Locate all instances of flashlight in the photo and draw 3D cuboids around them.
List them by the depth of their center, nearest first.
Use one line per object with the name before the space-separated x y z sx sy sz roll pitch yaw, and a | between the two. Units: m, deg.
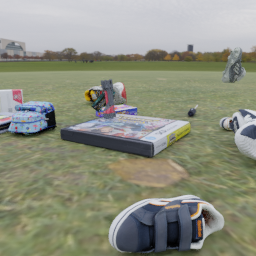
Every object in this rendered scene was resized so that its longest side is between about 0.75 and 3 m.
flashlight | -0.624 -0.876 8.546 0.399 1.180 0.401 -13 14 -20

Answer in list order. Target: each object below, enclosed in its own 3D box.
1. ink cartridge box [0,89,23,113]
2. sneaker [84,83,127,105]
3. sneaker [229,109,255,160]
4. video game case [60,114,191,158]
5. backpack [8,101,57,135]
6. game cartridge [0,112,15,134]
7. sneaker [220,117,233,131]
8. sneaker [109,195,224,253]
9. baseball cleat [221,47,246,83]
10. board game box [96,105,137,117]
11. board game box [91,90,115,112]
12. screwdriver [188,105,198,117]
ink cartridge box | -4.814 -0.911 10.733 1.492 1.083 0.622 -5 13 -17
sneaker | -1.083 -1.516 13.500 1.195 1.133 2.910 -16 11 -35
sneaker | 2.993 0.110 6.958 2.490 0.994 1.621 -10 16 -35
video game case | 0.012 0.068 8.340 2.965 0.378 2.679 9 17 31
backpack | -3.049 -0.290 8.748 1.210 0.891 1.325 6 17 19
game cartridge | -4.345 -0.157 9.238 1.355 0.416 2.036 3 15 23
sneaker | 3.722 -0.172 8.996 1.379 0.541 0.548 -12 10 0
sneaker | 0.539 1.192 3.465 1.527 0.599 0.606 -7 10 -32
baseball cleat | 3.530 -2.025 9.068 0.737 1.384 0.483 2 55 -5
board game box | -0.460 -0.663 11.345 1.408 0.315 0.947 -12 18 -39
board game box | -0.856 -1.006 9.805 0.134 0.950 0.643 39 -2 16
screwdriver | 2.869 -0.817 11.927 0.310 0.297 2.133 -25 4 30
